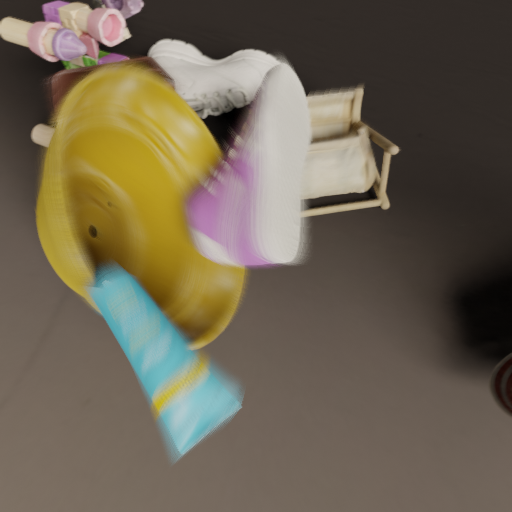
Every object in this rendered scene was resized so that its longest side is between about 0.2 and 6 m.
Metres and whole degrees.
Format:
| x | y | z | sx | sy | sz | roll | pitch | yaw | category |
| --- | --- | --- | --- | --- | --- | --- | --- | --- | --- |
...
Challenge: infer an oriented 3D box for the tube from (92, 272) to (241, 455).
| x | y | z | sx | sy | sz | roll | pitch | yaw | category |
| --- | --- | --- | --- | --- | --- | --- | --- | --- | --- |
| -0.888 | 0.907 | 5.123 | 0.647 | 0.421 | 1.672 | -37 | 73 | -6 | tube |

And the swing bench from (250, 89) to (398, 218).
| x | y | z | sx | sy | sz | roll | pitch | yaw | category |
| --- | --- | --- | --- | --- | --- | --- | --- | --- | --- |
| 1.040 | -1.714 | 9.352 | 1.965 | 1.282 | 1.975 | -8 | 44 | -6 | swing bench |

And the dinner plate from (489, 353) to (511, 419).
| x | y | z | sx | sy | sz | roll | pitch | yaw | category |
| --- | --- | --- | --- | --- | --- | --- | --- | --- | --- |
| 3.990 | 1.470 | 6.167 | 2.633 | 0.319 | 2.633 | -14 | 11 | 3 | dinner plate |

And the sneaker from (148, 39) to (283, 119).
| x | y | z | sx | sy | sz | roll | pitch | yaw | category |
| --- | --- | --- | --- | --- | --- | --- | --- | --- | --- |
| -0.795 | -3.251 | 11.042 | 3.315 | 1.235 | 1.444 | 11 | 59 | 18 | sneaker |

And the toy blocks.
| x | y | z | sx | sy | sz | roll | pitch | yaw | category |
| --- | --- | --- | --- | --- | --- | --- | --- | --- | --- |
| -2.481 | -3.218 | 9.942 | 2.301 | 2.555 | 2.734 | 22 | 47 | 23 | toy blocks |

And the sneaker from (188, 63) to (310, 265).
| x | y | z | sx | sy | sz | roll | pitch | yaw | category |
| --- | --- | --- | --- | --- | --- | --- | --- | --- | --- |
| -0.205 | -1.289 | 7.844 | 1.648 | 1.047 | 2.890 | -4 | 69 | 34 | sneaker |

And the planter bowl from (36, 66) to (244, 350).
| x | y | z | sx | sy | sz | roll | pitch | yaw | category |
| --- | --- | --- | --- | --- | --- | --- | --- | --- | --- |
| -1.675 | -0.460 | 7.257 | 1.479 | 3.551 | 3.551 | -13 | 40 | 28 | planter bowl |

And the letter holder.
| x | y | z | sx | sy | sz | roll | pitch | yaw | category |
| --- | --- | --- | --- | --- | --- | --- | --- | --- | --- |
| -2.050 | -1.635 | 8.445 | 1.578 | 2.220 | 1.116 | -16 | 41 | -19 | letter holder |
